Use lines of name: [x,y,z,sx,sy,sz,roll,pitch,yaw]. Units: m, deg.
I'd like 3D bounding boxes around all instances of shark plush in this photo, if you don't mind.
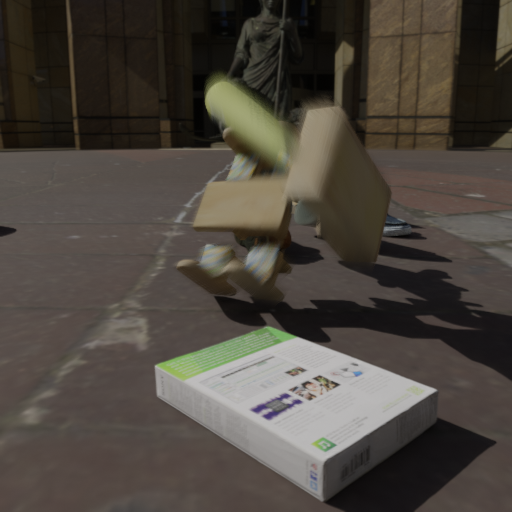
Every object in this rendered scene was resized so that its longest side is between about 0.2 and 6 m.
shark plush: [0.268,-1.625,10.054,1.166,1.069,2.566,-9,-19,2]

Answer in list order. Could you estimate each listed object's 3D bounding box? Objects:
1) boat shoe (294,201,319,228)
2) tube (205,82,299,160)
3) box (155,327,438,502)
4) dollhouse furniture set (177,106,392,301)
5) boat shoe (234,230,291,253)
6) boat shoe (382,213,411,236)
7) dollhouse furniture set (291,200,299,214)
boat shoe: [1.874,-0.885,12.214,0.845,0.972,2.637,16,-5,-31]
tube: [0.072,-1.778,7.743,0.602,0.538,2.074,-30,51,-20]
box: [0.308,1.272,5.168,1.562,0.393,2.164,-12,20,-41]
dollhouse furniture set: [0.171,-0.833,7.643,2.716,2.380,1.804,2,-25,35]
boat shoe: [0.100,-0.566,11.836,0.873,0.895,2.365,2,21,-16]
boat shoe: [2.730,-1.043,13.329,0.736,0.944,2.079,-13,19,-43]
dollhouse furniture set: [1.772,-1.414,15.092,1.789,1.261,1.254,-34,22,-11]
